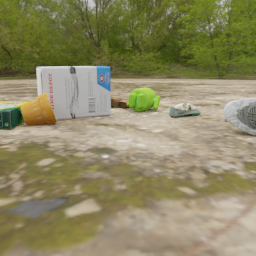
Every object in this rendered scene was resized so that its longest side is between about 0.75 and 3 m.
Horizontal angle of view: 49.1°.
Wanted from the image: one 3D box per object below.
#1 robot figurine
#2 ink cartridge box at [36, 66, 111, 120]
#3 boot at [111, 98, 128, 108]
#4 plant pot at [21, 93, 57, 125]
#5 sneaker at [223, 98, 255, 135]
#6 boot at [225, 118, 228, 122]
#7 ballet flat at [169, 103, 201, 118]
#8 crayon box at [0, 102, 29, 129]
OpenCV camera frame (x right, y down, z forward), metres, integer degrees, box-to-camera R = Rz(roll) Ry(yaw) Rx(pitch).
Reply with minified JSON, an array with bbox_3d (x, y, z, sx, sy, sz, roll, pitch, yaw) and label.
[{"bbox_3d":[0.708,-1.354,13.230,1.605,1.058,1.829,6,14,25],"label":"robot figurine"},{"bbox_3d":[-2.206,-1.492,11.486,2.816,2.036,1.186,-6,15,-26],"label":"ink cartridge box"},{"bbox_3d":[-0.516,-1.352,14.395,1.417,0.544,1.100,4,13,18],"label":"boot"},{"bbox_3d":[-3.187,-0.570,9.935,1.007,1.100,1.100,-20,17,-13],"label":"plant pot"},{"bbox_3d":[4.362,-0.314,8.932,2.852,1.111,1.417,9,6,0],"label":"sneaker"},{"bbox_3d":[4.102,-0.471,10.283,0.421,0.601,1.121,-9,17,-43],"label":"boot"},{"bbox_3d":[2.449,-0.776,11.762,1.710,0.545,0.576,-8,15,-33],"label":"ballet flat"},{"bbox_3d":[-4.664,-0.548,10.392,1.664,0.683,2.647,0,12,-1],"label":"crayon box"}]
